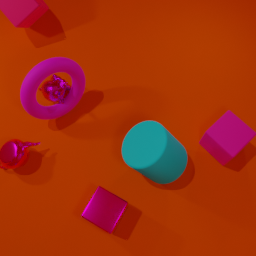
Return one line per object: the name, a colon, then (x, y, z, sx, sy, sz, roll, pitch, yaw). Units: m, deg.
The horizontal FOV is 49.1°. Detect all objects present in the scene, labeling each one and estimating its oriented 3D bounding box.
cube: (-3.431, -4.020, 9.089, 1.059, 1.059, 1.059, -36, 104, 13)
cube: (-0.574, 2.150, 7.290, 0.874, 0.874, 0.874, 28, 72, 10)
cube: (2.766, 0.299, 7.894, 0.974, 0.974, 0.974, -41, 73, -13)
teapot: (-3.123, 0.735, 7.914, 1.378, 0.675, 0.857, -36, 61, 8)
ring: (-2.074, -1.079, 7.945, 1.970, 1.970, 0.394, -39, 58, -13)
cylinder: (0.713, 0.661, 7.358, 1.304, 1.304, 1.304, -19, 54, 28)
monkey head: (-2.139, -1.121, 8.572, 1.317, 0.948, 0.794, 28, 86, 39)
